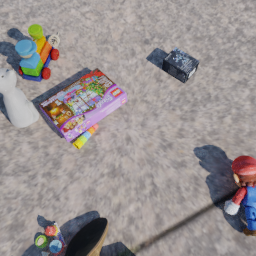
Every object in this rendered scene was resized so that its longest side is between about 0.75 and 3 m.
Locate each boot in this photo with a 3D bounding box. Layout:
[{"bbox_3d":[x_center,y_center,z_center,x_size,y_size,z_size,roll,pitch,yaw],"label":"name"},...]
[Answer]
[{"bbox_3d":[-1.233,3.838,8.018,0.984,1.009,2.673,-9,34,37],"label":"boot"}]

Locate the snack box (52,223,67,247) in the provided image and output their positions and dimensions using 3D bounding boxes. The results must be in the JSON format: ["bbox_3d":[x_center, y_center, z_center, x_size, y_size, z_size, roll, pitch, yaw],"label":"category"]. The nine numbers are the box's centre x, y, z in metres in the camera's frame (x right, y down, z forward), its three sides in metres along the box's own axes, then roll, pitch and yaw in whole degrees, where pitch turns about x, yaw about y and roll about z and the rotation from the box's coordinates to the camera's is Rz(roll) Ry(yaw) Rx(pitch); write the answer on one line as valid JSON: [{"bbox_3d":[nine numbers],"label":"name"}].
[{"bbox_3d":[-2.187,3.343,8.659,0.278,0.094,0.774,-27,66,-13],"label":"snack box"}]

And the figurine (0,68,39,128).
[{"bbox_3d":[-4.741,-0.984,9.448,2.812,2.744,1.211,-9,62,-5],"label":"figurine"}]

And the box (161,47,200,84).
[{"bbox_3d":[2.136,-2.574,11.476,1.210,0.648,0.898,36,68,17],"label":"box"}]

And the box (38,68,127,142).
[{"bbox_3d":[-1.674,-0.957,10.542,2.768,0.541,1.894,-36,60,-17],"label":"box"}]

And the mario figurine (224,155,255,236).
[{"bbox_3d":[3.939,2.111,9.022,1.525,1.309,2.471,7,68,-37],"label":"mario figurine"}]

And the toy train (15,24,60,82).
[{"bbox_3d":[-3.547,-3.515,11.366,1.253,1.713,2.960,12,63,5],"label":"toy train"}]

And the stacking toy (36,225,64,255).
[{"bbox_3d":[-2.401,3.435,8.384,0.782,0.365,0.864,-32,66,-5],"label":"stacking toy"}]

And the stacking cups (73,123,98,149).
[{"bbox_3d":[-1.530,0.253,10.180,0.344,0.344,1.136,31,63,15],"label":"stacking cups"}]
